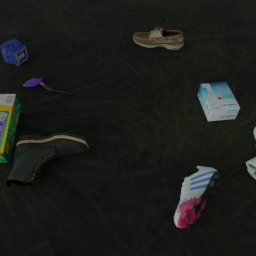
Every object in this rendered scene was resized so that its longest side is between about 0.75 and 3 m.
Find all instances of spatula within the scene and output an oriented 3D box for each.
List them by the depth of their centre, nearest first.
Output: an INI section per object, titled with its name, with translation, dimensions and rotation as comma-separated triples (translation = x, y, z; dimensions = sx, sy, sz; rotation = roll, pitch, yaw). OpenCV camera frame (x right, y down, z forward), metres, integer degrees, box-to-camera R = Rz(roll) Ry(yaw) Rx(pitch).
[spatula]
translation = -3.677, -1.902, 13.030
dimensions = 2.478, 0.255, 0.700
rotation = 17, 45, 11

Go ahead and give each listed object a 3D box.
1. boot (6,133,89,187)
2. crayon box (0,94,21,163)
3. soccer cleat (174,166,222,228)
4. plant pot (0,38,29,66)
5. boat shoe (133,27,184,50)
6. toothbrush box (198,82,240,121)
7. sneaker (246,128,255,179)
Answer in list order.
[boot]
translation = -2.821, 1.234, 9.966
dimensions = 2.733, 1.059, 1.890
rotation = -5, 53, 13
[crayon box]
translation = -5.238, -0.035, 10.771
dimensions = 1.618, 0.794, 2.724
rotation = 0, 59, -3
[soccer cleat]
translation = 2.107, 2.212, 9.249
dimensions = 1.053, 0.852, 2.439
rotation = 19, 50, 43
[plant pot]
translation = -5.703, -3.818, 14.246
dimensions = 0.897, 0.997, 0.997
rotation = 28, 54, 15
[boat shoe]
translation = 1.661, -5.000, 15.218
dimensions = 2.781, 0.998, 1.053
rotation = 6, 49, 5
[toothbrush box]
translation = 3.868, -1.156, 12.097
dimensions = 1.223, 0.712, 1.670
rotation = -4, 51, -4
[sneaker]
translation = 4.896, 0.923, 10.165
dimensions = 1.453, 0.927, 2.515
rotation = -7, 51, -10
